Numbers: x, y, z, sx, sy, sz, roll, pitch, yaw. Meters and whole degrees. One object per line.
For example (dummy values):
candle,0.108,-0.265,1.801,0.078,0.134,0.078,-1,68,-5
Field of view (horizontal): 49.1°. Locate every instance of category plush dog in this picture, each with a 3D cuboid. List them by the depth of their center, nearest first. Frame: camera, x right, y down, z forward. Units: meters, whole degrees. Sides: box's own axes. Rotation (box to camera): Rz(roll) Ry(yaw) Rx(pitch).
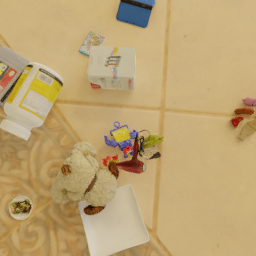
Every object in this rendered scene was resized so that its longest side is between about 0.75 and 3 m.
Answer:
plush dog,-1.343,1.817,9.714,2.084,1.947,2.427,29,77,-7

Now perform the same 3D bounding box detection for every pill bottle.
pill bottle,-3.641,-0.975,10.493,1.501,1.501,2.680,24,78,6

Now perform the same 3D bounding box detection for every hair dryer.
hair dryer,0.273,0.901,8.984,1.543,0.419,1.175,-36,53,8

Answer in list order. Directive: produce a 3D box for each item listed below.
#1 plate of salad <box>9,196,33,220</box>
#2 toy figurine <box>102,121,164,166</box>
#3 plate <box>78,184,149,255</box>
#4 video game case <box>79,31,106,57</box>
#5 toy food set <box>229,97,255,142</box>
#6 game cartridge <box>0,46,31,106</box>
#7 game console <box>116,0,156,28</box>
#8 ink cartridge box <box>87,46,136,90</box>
plate of salad,-3.916,2.907,10.214,0.861,0.207,0.861,0,76,0
toy figurine,-0.022,0.270,10.370,2.421,1.277,1.451,-22,71,-7
plate,-0.530,3.290,9.903,2.073,0.335,2.068,-18,66,-4
video game case,-1.509,-3.517,11.832,0.753,0.094,1.052,26,78,6
toy food set,4.802,-0.540,11.027,2.019,0.318,1.283,-39,79,-1
game cartridge,-5.262,-2.063,11.307,1.658,0.509,2.491,30,78,11
game console,0.351,-5.162,12.212,1.432,0.847,1.222,18,46,4
ink cartridge box,-0.571,-2.303,10.917,1.769,1.285,1.279,4,76,1
